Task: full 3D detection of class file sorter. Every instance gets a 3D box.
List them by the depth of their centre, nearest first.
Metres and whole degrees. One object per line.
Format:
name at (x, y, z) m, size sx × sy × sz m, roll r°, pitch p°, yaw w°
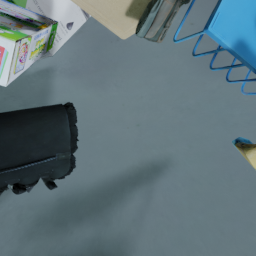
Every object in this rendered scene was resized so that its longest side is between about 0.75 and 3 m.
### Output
file sorter at (2.225, -1.755, 5.376) m, size 2.182 × 1.338 × 1.514 m, roll 29°, pitch 85°, yaw -21°

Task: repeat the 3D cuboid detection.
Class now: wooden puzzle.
wooden puzzle at (0.145, -3.126, 6.206) m, size 2.366 × 2.558 × 0.476 m, roll -23°, pitch 71°, yaw 30°

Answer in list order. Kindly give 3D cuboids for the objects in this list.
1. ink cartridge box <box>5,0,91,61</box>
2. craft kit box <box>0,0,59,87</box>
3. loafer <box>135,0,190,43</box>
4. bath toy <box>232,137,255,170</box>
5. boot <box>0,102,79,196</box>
ink cartridge box at (-2.082, -3.426, 7.045) m, size 1.253 × 2.170 × 2.983 m, roll -3°, pitch 44°, yaw 38°
craft kit box at (-2.790, -1.783, 4.294) m, size 2.963 × 0.719 × 2.926 m, roll 18°, pitch 20°, yaw -11°
loafer at (0.905, -2.574, 5.564) m, size 0.665 × 2.114 × 0.760 m, roll 20°, pitch 53°, yaw -20°
bath toy at (2.892, -0.373, 3.764) m, size 2.929 × 1.274 × 1.082 m, roll -41°, pitch 25°, yaw 13°
boot at (-1.700, -0.012, 3.576) m, size 2.106 × 2.571 × 0.951 m, roll -7°, pitch 47°, yaw -23°
